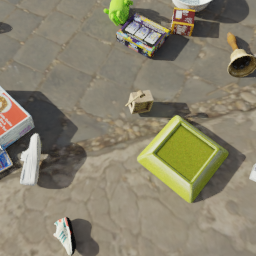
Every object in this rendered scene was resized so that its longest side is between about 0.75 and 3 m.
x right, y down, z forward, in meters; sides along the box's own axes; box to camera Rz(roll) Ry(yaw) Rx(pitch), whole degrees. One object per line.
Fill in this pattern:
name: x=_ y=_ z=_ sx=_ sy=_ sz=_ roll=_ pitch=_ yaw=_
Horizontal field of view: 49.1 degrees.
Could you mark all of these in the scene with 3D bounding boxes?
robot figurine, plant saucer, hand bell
robot figurine: x=-0.395 y=-5.460 z=12.898 sx=1.343 sy=0.886 sz=1.531 roll=-13 pitch=57 yaw=33
plant saucer: x=2.042 y=0.934 z=10.174 sx=2.519 sy=0.603 sz=2.516 roll=38 pitch=71 yaw=16
hand bell: x=4.677 y=-3.393 z=12.110 sx=1.176 sy=1.176 sz=2.259 roll=0 pitch=53 yaw=0

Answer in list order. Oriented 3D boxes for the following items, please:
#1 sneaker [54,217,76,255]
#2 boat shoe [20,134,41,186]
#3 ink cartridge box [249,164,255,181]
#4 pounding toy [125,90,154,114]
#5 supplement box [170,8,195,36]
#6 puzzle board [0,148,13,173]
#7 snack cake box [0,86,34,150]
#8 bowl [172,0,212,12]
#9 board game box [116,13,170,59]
sneaker: x=-2.082 y=3.561 z=9.117 sx=0.570 sy=0.429 sz=1.219 roll=-20 pitch=66 yaw=3
boat shoe: x=-3.485 y=1.108 z=9.946 sx=0.630 sy=0.662 sz=1.838 roll=1 pitch=80 yaw=-4
ink cartridge box: x=4.959 y=1.758 z=9.979 sx=1.059 sy=0.267 sz=0.577 roll=24 pitch=68 yaw=12
pounding toy: x=0.360 y=-1.118 z=10.647 sx=1.115 sy=1.270 sz=0.581 roll=-11 pitch=63 yaw=-15
supplement box: x=2.499 y=-4.841 z=12.790 sx=0.969 sy=0.652 sz=0.983 roll=9 pitch=66 yaw=4
puzzle board: x=-5.493 y=0.941 z=10.410 sx=1.698 sy=0.196 sz=2.253 roll=-31 pitch=70 yaw=-14
snack cake box: x=-4.998 y=-0.607 z=10.608 sx=2.581 sy=0.867 sz=1.484 roll=41 pitch=63 yaw=15
bowl: x=2.964 y=-6.206 z=13.246 sx=2.147 sy=0.965 sz=2.147 roll=0 pitch=65 yaw=0
board game box: x=0.662 y=-4.149 z=12.550 sx=1.874 sy=0.531 sz=1.549 roll=33 pitch=68 yaw=14
